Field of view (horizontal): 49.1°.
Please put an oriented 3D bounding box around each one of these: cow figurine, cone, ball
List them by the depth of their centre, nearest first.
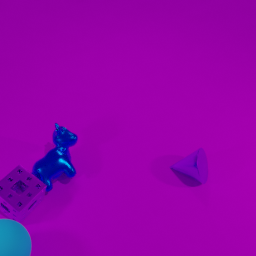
[{"bbox_3d":[-2.333,2.226,5.114,1.075,1.075,1.075,0,48,0],"label":"ball"},{"bbox_3d":[-1.789,0.675,6.861,1.406,0.772,1.384,-29,87,-17],"label":"cow figurine"},{"bbox_3d":[1.477,0.982,7.158,0.898,0.895,0.895,-8,42,30],"label":"cone"}]

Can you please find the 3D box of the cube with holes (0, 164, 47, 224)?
[{"bbox_3d":[-2.435,1.493,6.260,0.796,0.796,0.796,36,49,7],"label":"cube with holes"}]
